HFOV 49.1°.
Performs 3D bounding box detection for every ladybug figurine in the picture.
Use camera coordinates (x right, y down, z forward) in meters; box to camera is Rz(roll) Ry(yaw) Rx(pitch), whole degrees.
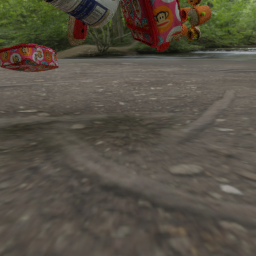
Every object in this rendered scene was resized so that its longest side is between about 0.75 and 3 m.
[{"bbox_3d":[-1.597,-3.372,9.072,0.519,1.443,0.979,12,34,1],"label":"ladybug figurine"}]

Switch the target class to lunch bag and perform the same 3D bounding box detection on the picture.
[{"bbox_3d":[-2.639,-1.769,7.337,1.215,0.565,1.379,-7,2,20],"label":"lunch bag"},{"bbox_3d":[0.581,-3.451,8.129,1.166,2.508,2.847,-23,26,-3],"label":"lunch bag"}]

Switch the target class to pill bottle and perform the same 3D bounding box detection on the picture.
[{"bbox_3d":[-1.423,-3.461,6.612,2.356,1.309,1.309,15,2,-44],"label":"pill bottle"}]

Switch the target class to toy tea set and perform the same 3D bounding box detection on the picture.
[{"bbox_3d":[1.580,-2.854,7.578,0.622,0.999,1.679,-22,-20,-16],"label":"toy tea set"}]
